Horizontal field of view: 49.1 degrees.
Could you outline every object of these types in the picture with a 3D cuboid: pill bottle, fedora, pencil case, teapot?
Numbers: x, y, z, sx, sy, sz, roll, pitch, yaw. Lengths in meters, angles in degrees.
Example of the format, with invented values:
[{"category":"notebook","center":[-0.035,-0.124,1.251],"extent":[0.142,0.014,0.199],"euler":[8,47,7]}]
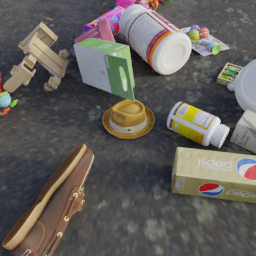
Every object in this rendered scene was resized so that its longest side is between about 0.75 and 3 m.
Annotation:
[{"category":"pill bottle","center":[1.863,-0.061,7.477],"extent":[1.505,0.822,0.822],"euler":[28,54,23]},{"category":"fedora","center":[0.011,-0.383,7.916],"extent":[1.507,0.615,1.507],"euler":[0,48,1]},{"category":"pencil case","center":[-0.810,-4.034,11.033],"extent":[0.962,0.962,2.177],"euler":[28,53,23]},{"category":"teapot","center":[4.086,-1.003,8.008],"extent":[1.924,1.424,1.949],"euler":[-23,65,18]},{"category":"pill bottle","center":[0.849,-3.196,9.863],"extent":[1.499,1.499,2.735],"euler":[-22,51,-19]}]

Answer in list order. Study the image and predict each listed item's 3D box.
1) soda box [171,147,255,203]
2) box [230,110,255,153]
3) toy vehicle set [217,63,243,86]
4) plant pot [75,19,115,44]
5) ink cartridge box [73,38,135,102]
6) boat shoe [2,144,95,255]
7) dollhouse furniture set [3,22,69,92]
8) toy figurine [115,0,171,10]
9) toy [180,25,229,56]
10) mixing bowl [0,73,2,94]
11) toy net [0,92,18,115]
[{"category":"soda box","center":[2.265,1.103,6.453],"extent":[2.440,0.781,0.827],"euler":[7,48,5]},{"category":"box","center":[3.728,0.356,7.133],"extent":[1.949,0.801,0.666],"euler":[28,54,25]},{"category":"toy vehicle set","center":[3.877,-1.602,9.291],"extent":[1.588,0.211,0.987],"euler":[24,52,20]},{"category":"plant pot","center":[-1.082,-2.871,9.745],"extent":[1.292,1.444,1.444],"euler":[-19,49,3]},{"category":"ink cartridge box","center":[-0.514,-1.794,8.313],"extent":[0.741,1.298,2.500],"euler":[-33,40,-30]},{"category":"boat shoe","center":[-1.442,1.568,6.042],"extent":[0.955,0.956,2.717],"euler":[42,54,-14]},{"category":"dollhouse furniture set","center":[-2.906,-1.985,8.993],"extent":[1.185,1.388,2.677],"euler":[-32,36,27]},{"category":"toy figurine","center":[0.544,-5.763,12.417],"extent":[2.677,2.010,2.464],"euler":[28,64,-7]},{"category":"toy","center":[2.802,-3.593,10.902],"extent":[1.231,0.505,2.138],"euler":[-20,51,-18]},{"category":"mixing bowl","center":[-4.401,-0.946,8.192],"extent":[1.678,0.909,1.678],"euler":[-2,47,3]},{"category":"toy net","center":[-3.788,-0.358,7.734],"extent":[1.567,0.822,0.303],"euler":[-42,95,-4]}]
